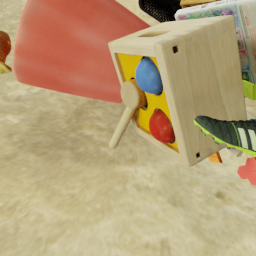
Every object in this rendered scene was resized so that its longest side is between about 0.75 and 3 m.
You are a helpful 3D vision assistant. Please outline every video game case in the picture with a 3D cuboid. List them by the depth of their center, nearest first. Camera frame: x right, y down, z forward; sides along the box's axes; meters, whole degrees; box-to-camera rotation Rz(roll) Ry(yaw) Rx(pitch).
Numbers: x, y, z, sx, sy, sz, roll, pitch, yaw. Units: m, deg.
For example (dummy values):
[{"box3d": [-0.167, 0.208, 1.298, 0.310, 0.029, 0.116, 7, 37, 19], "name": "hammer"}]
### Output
[{"box3d": [2.486, -1.767, 6.423, 2.234, 2.455, 0.291, 6, 55, 40], "name": "video game case"}]

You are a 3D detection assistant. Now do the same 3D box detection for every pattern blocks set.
[{"box3d": [2.129, -0.053, 5.876, 0.177, 1.924, 2.189, 1, 21, -28], "name": "pattern blocks set"}]

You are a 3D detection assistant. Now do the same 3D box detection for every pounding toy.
[{"box3d": [0.551, -0.568, 5.321, 1.834, 2.375, 2.580, -25, 25, -16], "name": "pounding toy"}]

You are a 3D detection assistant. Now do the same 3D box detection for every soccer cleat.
[{"box3d": [1.534, 0.067, 3.606, 1.368, 0.554, 0.462, 24, 12, 3], "name": "soccer cleat"}]

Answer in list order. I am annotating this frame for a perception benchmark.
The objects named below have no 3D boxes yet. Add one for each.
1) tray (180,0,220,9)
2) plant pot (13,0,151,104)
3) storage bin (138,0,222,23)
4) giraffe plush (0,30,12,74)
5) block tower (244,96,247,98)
[{"box3d": [2.032, -3.392, 7.744, 1.067, 0.526, 0.198, 16, 84, 40], "name": "tray"}, {"box3d": [-0.964, -2.008, 6.886, 2.571, 2.905, 2.905, 22, 52, -7], "name": "plant pot"}, {"box3d": [1.615, -3.757, 7.972, 2.407, 1.627, 1.128, 23, 46, -26], "name": "storage bin"}, {"box3d": [-3.577, -2.085, 6.564, 2.358, 1.913, 2.035, -43, 39, -6], "name": "giraffe plush"}, {"box3d": [3.582, -1.234, 7.658, 1.350, 0.365, 0.390, -24, 51, 36], "name": "block tower"}]
